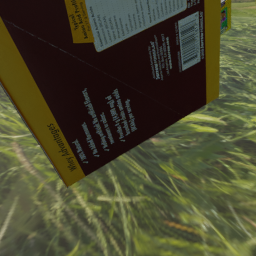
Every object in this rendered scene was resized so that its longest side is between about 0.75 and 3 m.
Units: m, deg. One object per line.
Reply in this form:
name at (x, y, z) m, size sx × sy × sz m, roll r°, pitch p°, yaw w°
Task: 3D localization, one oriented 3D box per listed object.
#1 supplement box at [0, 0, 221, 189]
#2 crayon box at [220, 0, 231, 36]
supplement box at (-0.414, -1.227, 3.906) m, size 2.789 × 2.751 × 1.852 m, roll -30°, pitch 45°, yaw -14°
crayon box at (1.555, -2.020, 5.517) m, size 0.990 × 0.854 × 0.289 m, roll -37°, pitch 61°, yaw 1°
